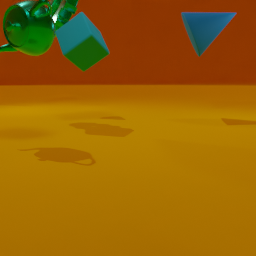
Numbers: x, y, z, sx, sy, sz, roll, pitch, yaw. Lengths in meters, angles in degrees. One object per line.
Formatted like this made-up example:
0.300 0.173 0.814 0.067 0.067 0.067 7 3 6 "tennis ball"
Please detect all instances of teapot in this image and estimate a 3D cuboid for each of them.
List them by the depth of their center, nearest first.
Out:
-1.950 -1.852 5.278 1.637 1.018 0.802 -30 -5 34 "teapot"

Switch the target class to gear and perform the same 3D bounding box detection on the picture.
-1.985 -3.660 8.403 0.353 1.908 1.908 22 -5 -35 "gear"

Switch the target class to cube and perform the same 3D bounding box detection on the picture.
-1.215 -2.285 7.515 0.927 0.927 0.927 -31 -29 15 "cube"

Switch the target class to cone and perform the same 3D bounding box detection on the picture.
2.787 -3.406 9.205 1.568 1.562 1.562 -23 4 14 "cone"
